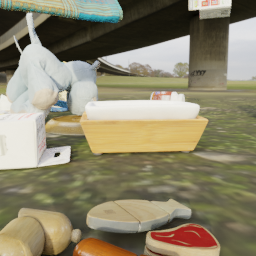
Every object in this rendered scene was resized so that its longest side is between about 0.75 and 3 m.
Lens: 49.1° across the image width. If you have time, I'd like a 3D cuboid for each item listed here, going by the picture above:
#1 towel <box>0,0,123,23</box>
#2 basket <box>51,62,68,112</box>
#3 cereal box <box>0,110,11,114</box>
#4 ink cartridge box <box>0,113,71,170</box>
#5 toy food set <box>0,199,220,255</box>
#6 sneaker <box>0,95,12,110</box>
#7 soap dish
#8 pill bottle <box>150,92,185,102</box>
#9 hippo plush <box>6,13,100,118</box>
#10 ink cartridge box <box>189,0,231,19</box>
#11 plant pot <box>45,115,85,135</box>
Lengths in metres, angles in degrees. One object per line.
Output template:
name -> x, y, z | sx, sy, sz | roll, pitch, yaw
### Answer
towel -> -1.410, -2.624, 4.556 | 2.615, 1.917, 0.284 | -10, -19, -40
basket -> -2.900, -1.581, 10.991 | 2.601, 2.052, 2.950 | 12, 29, -51
cereal box -> -4.379, -0.507, 9.997 | 1.093, 0.216, 0.786 | -2, 9, -14
ink cartridge box -> -1.883, 0.151, 4.136 | 2.015, 0.680, 1.173 | -2, 9, -11
toy food set -> -0.164, 0.764, 1.646 | 1.714, 0.270, 1.089 | 4, 6, -25
sneaker -> -4.143, -1.054, 11.399 | 1.999, 0.884, 0.752 | -6, 9, -37
soap dish -> 0.196, -0.063, 5.079 | 2.020, 0.820, 1.589 | 0, 9, -6
pill bottle -> 1.851, -1.276, 13.069 | 1.474, 0.827, 0.827 | 4, 9, 24
hippo plush -> -2.002, -1.184, 7.837 | 2.143, 2.665, 2.123 | 3, -25, -41
ink cartridge box -> 2.223, -3.684, 7.639 | 1.091, 1.242, 0.521 | 1, -9, 16
plant pot -> -1.100, -0.128, 7.309 | 2.140, 0.294, 2.140 | -1, 9, 0
